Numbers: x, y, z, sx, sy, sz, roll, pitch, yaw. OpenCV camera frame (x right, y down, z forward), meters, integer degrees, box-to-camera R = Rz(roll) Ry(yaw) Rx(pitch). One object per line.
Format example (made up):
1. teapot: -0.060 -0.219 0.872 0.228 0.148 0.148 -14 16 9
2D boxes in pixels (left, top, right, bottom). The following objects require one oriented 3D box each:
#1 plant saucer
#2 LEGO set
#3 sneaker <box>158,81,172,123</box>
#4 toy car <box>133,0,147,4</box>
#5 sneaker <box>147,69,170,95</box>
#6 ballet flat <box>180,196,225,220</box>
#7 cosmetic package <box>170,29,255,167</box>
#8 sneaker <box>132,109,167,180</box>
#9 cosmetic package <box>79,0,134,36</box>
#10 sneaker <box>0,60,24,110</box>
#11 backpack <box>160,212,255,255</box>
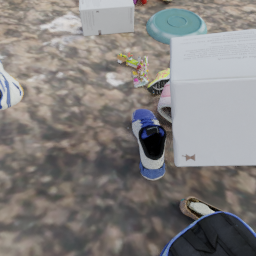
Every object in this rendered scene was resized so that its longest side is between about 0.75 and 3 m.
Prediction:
1. plant saucer: 2.308 -4.879 13.201 2.887 0.396 2.887 0 52 0
2. LEGO set: 0.315 -2.557 11.086 0.963 0.779 2.093 -18 54 -14
3. sneaker: 2.365 -0.598 9.333 2.917 1.098 1.525 16 51 19
4. toy car: 0.549 -7.090 14.449 1.862 1.630 1.397 6 88 3
5. sneaker: 1.270 -1.809 10.686 1.573 0.615 0.710 -32 46 -26
6. ballet flat: 2.269 2.362 7.227 1.988 0.669 0.677 22 63 17
7. cosmetic package: 2.050 -0.739 6.383 2.127 2.140 2.558 -2 36 11
8. sneaker: 0.718 0.183 8.503 0.983 1.405 2.433 -4 52 -5
9. cosmetic package: -0.939 -5.096 12.768 2.397 1.352 0.972 -6 52 -2
10. sneaker: -3.213 -1.217 6.306 1.828 0.688 0.806 47 33 -13
11. backpack: 1.878 3.222 5.741 2.305 1.851 2.518 -27 65 -15
